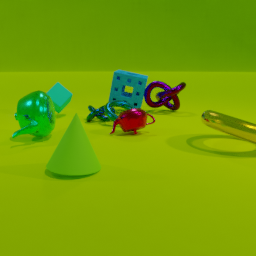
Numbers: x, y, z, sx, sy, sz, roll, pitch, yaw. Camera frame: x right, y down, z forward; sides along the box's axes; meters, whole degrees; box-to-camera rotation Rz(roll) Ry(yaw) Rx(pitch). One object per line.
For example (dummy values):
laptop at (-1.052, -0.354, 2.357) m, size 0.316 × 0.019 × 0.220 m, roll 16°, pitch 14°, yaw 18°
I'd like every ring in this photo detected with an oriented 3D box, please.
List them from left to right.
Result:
ring at (-0.209, -0.532, 9.498) m, size 1.238 × 0.248 × 1.238 m, roll 14°, pitch 37°, yaw -10°
ring at (2.787, 0.008, 6.871) m, size 2.022 × 0.404 × 2.022 m, roll 17°, pitch 9°, yaw -3°

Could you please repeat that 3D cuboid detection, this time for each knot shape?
knot shape at (-1.086, -0.516, 10.012) m, size 1.090 × 0.503 × 1.020 m, roll 9°, pitch 21°, yaw 31°
knot shape at (1.467, -1.355, 11.616) m, size 1.654 × 0.817 × 1.767 m, roll 4°, pitch -30°, yaw -13°

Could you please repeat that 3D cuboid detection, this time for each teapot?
teapot at (-2.518, -0.321, 7.450) m, size 0.983 × 1.248 × 2.007 m, roll -6°, pitch 32°, yaw -1°
teapot at (0.103, -0.149, 8.074) m, size 1.434 × 0.702 × 0.892 m, roll -11°, pitch -9°, yaw -12°

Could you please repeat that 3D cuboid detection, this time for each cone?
cone at (-0.998, 0.234, 5.300) m, size 1.040 × 1.044 × 1.040 m, roll 4°, pitch 8°, yaw -1°

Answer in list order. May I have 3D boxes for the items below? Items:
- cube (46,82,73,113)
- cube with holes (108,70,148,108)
cube at (-2.677, -1.148, 10.758) m, size 0.739 × 0.739 × 0.739 m, roll -52°, pitch 3°, yaw -25°
cube with holes at (0.031, -1.608, 11.699) m, size 1.309 × 1.309 × 1.309 m, roll 13°, pitch 16°, yaw 3°
